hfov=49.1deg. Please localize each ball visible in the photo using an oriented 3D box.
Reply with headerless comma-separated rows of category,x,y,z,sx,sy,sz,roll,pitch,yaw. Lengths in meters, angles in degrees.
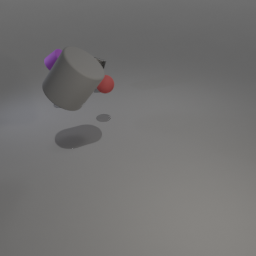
ball,-0.872,-1.669,10.674,0.700,0.700,0.700,0,30,0

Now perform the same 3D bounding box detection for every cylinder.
cylinder,-1.649,-1.477,8.473,1.400,1.400,1.400,30,32,-21
cylinder,-2.895,-2.719,11.344,0.700,0.700,0.700,-27,18,29

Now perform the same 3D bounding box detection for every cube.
cube,-1.583,-3.139,14.024,0.700,0.700,0.700,10,15,-21
